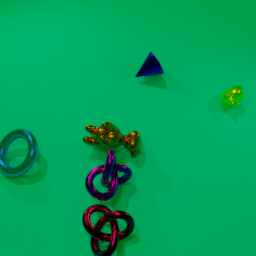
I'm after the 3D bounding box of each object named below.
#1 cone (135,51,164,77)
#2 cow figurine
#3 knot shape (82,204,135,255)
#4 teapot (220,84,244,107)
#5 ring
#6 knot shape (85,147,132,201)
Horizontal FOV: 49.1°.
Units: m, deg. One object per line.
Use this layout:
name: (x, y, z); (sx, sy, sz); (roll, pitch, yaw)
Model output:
cone: (0.609, -1.972, 9.533); (0.900, 0.897, 0.897); (-33, 56, 2)
cow figurine: (-0.355, 0.320, 7.690); (1.398, 1.376, 0.767); (-5, 67, 40)
knot shape: (-0.490, 2.303, 6.161); (1.169, 0.540, 1.094); (14, 75, 7)
teapot: (3.310, -0.992, 8.805); (0.590, 0.749, 1.205); (52, 33, -13)
ring: (-2.953, 0.650, 7.437); (1.312, 0.262, 1.312); (-7, 71, 20)
knot shape: (-0.433, 1.038, 6.709); (0.579, 1.173, 1.253); (16, 20, 38)
